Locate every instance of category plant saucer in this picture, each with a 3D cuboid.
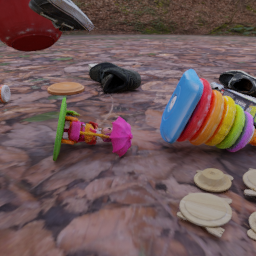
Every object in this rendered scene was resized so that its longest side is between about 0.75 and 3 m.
[{"bbox_3d":[-2.742,-1.773,12.392,1.607,0.259,1.607,-1,23,0],"label":"plant saucer"}]

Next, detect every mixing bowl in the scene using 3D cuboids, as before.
[{"bbox_3d":[-2.848,-3.076,8.018,2.571,1.392,2.571,-12,-3,-1],"label":"mixing bowl"}]

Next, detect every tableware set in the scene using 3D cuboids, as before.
[{"bbox_3d":[1.969,1.253,5.018,1.845,0.256,2.209,7,24,20],"label":"tableware set"}]

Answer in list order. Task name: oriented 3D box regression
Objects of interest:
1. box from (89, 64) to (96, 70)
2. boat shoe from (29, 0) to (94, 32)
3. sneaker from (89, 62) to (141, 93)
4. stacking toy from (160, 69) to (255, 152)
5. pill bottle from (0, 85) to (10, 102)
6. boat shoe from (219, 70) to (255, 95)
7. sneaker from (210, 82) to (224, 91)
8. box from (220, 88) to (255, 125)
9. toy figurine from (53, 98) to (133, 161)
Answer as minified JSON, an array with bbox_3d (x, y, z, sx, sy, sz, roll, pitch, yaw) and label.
[{"bbox_3d":[-1.684,-3.103,15.240,0.664,0.553,1.616,-8,24,-18],"label":"box"},{"bbox_3d":[-1.434,-2.515,6.219,0.694,0.625,1.962,50,15,14],"label":"boat shoe"},{"bbox_3d":[-0.975,-2.310,12.583,2.856,1.092,1.636,23,25,33],"label":"sneaker"},{"bbox_3d":[2.411,-0.065,6.844,2.972,1.631,1.725,21,25,-6],"label":"stacking toy"},{"bbox_3d":[-5.233,-1.323,10.749,1.210,0.663,0.663,1,22,1],"label":"pill bottle"},{"bbox_3d":[4.752,-1.993,12.115,0.807,0.857,2.386,-6,25,-25],"label":"boat shoe"},{"bbox_3d":[3.888,-1.844,12.552,0.332,0.287,0.766,-20,29,-29],"label":"sneaker"},{"bbox_3d":[3.818,-0.451,7.980,1.580,0.499,2.871,16,17,-9],"label":"box"},{"bbox_3d":[-0.802,0.175,6.840,1.796,1.465,1.951,10,-5,-13],"label":"toy figurine"}]
